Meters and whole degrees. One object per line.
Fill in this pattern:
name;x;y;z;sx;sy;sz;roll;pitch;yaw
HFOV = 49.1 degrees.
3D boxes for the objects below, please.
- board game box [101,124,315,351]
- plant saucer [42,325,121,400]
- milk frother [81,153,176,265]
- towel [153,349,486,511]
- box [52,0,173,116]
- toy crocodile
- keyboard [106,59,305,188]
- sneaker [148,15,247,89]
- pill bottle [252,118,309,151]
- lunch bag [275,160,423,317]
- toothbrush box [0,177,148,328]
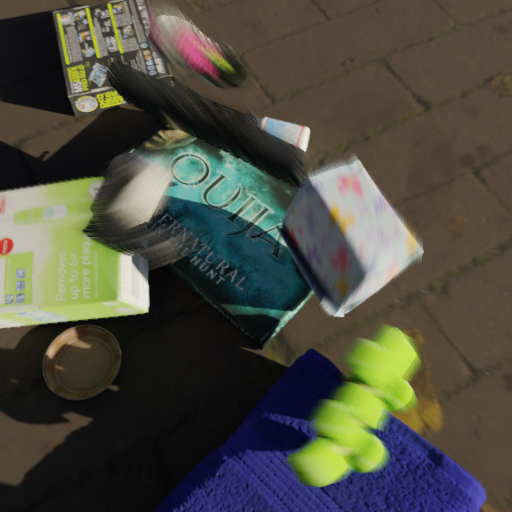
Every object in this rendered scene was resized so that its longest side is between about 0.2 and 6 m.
board game box;-0.497;-0.695;9.252;3.940;0.555;2.665;38;69;18
plant saucer;-2.544;1.583;8.259;1.136;0.208;1.136;0;61;-1
milk frother;-1.303;-0.535;6.584;1.144;1.032;1.076;25;77;-5
towel;0.492;3.425;6.916;2.904;0.974;3.933;38;68;26
box;-2.857;-4.037;11.136;1.972;0.545;2.461;-15;62;-8
toy crocodile;1.260;1.808;6.880;0.794;0.726;2.353;50;56;-14
keyboard;-0.847;-1.757;7.914;3.232;1.682;0.640;27;80;12
sneaker;-0.756;-2.913;8.115;0.766;1.750;0.646;27;96;39
pill bottle;0.341;-2.124;10.053;1.131;0.615;0.615;16;63;8
lunch bag;1.084;-0.091;7.607;1.159;1.822;1.545;-23;74;-24
toothbrush box;-2.938;-0.009;8.186;2.497;1.075;1.818;-6;74;11
